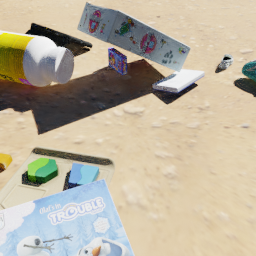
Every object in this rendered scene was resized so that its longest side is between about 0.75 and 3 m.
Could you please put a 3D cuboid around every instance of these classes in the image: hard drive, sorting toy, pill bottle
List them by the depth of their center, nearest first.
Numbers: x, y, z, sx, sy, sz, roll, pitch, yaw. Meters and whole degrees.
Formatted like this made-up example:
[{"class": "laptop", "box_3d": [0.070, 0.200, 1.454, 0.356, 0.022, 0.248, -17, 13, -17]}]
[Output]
[{"class": "sorting toy", "box_3d": [-1.848, 1.095, 5.391, 2.844, 0.381, 2.119, 8, 38, 10]}, {"class": "pill bottle", "box_3d": [-3.180, -2.121, 8.670, 2.878, 1.500, 1.500, 13, 39, 18]}, {"class": "hard drive", "box_3d": [1.597, -1.496, 8.792, 0.954, 0.183, 1.446, 18, 39, 43]}]

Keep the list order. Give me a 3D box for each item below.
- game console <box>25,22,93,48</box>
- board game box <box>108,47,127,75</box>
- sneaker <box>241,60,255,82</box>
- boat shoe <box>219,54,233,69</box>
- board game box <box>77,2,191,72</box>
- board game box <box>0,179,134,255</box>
[{"class": "game console", "box_3d": [-3.010, -3.180, 11.097, 2.405, 1.399, 2.115, 28, 16, 31]}, {"class": "board game box", "box_3d": [-0.364, -2.302, 9.609, 0.214, 0.643, 0.956, -21, 43, -25]}, {"class": "sneaker", "box_3d": [4.286, -1.504, 8.551, 0.772, 0.752, 1.939, -30, 46, -22]}, {"class": "boat shoe", "box_3d": [3.541, -2.437, 10.034, 0.389, 0.339, 1.056, 22, 43, 26]}, {"class": "board game box", "box_3d": [0.194, -2.846, 8.819, 2.921, 0.939, 2.155, 12, 19, -38]}, {"class": "board game box", "box_3d": [-0.923, 1.860, 4.040, 1.886, 0.409, 1.877, -15, 54, -18]}]
